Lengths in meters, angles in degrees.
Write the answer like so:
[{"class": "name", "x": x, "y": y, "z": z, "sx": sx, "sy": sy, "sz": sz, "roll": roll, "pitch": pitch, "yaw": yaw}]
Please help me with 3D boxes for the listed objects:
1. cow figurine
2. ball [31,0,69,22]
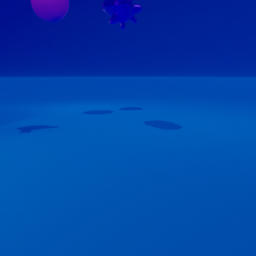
[{"class": "cow figurine", "x": -0.179, "y": -3.122, "z": 6.055, "sx": 0.925, "sy": 1.659, "sz": 1.686, "roll": -31, "pitch": 11, "yaw": -16}, {"class": "ball", "x": -2.351, "y": -3.795, "z": 8.467, "sx": 1.099, "sy": 1.099, "sz": 1.099, "roll": 0, "pitch": 11, "yaw": 0}]
